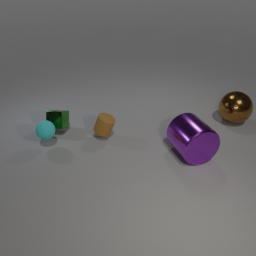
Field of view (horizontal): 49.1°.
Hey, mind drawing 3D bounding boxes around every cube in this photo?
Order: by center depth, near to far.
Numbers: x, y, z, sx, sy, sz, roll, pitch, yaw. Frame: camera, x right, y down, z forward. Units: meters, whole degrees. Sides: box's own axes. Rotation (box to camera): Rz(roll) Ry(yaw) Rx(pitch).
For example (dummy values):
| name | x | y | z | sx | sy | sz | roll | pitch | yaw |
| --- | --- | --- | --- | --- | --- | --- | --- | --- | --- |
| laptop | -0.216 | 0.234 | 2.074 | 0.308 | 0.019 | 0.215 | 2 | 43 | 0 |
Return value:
| name | x | y | z | sx | sy | sz | roll | pitch | yaw |
| --- | --- | --- | --- | --- | --- | --- | --- | --- | --- |
| cube | -2.863 | -0.358 | 11.421 | 0.700 | 0.700 | 0.700 | 4 | 8 | 11 |

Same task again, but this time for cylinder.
| name | x | y | z | sx | sy | sz | roll | pitch | yaw |
| --- | --- | --- | --- | --- | --- | --- | --- | --- | --- |
| cylinder | 2.290 | 0.366 | 9.970 | 1.400 | 1.400 | 1.400 | -10 | 32 | -16 |
| cylinder | -0.926 | -0.129 | 10.983 | 0.700 | 0.700 | 0.700 | 18 | 31 | -12 |

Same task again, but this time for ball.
| name | x | y | z | sx | sy | sz | roll | pitch | yaw |
| --- | --- | --- | --- | --- | --- | --- | --- | --- | --- |
| ball | -3.051 | 0.071 | 10.357 | 0.700 | 0.700 | 0.700 | 0 | 31 | 0 |
| ball | 4.633 | -0.885 | 12.071 | 1.400 | 1.400 | 1.400 | 0 | 31 | 0 |
